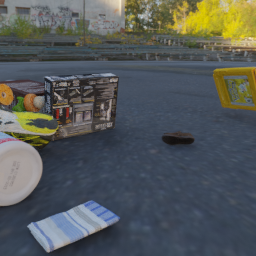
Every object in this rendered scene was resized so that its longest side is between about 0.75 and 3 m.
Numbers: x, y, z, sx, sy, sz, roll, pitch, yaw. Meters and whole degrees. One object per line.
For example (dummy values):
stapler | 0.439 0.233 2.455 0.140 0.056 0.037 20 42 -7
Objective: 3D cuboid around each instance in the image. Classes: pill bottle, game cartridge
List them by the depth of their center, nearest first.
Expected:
pill bottle | -2.217 0.500 4.483 1.731 0.941 0.941 15 22 40
game cartridge | 3.459 -1.223 8.868 0.258 1.402 1.591 -32 22 -22

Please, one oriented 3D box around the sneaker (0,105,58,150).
sneaker | -2.465 0.069 5.756 1.937 0.819 0.721 10 35 -19

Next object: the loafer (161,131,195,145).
loafer | 1.149 0.222 6.532 0.770 0.281 0.273 6 37 -5

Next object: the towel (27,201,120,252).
towel | -0.676 1.176 3.479 0.961 0.114 0.706 -13 12 -33

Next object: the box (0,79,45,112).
box | -3.216 -0.925 9.102 2.745 1.029 1.375 20 25 41

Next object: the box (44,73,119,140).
box | -1.155 -0.599 7.189 1.897 1.496 0.472 -13 29 -36

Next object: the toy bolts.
toy bolts | -2.640 -0.487 6.803 0.825 1.136 1.189 -9 56 22
